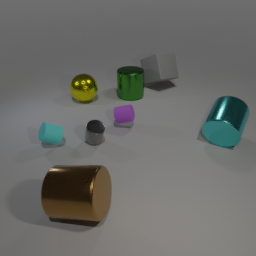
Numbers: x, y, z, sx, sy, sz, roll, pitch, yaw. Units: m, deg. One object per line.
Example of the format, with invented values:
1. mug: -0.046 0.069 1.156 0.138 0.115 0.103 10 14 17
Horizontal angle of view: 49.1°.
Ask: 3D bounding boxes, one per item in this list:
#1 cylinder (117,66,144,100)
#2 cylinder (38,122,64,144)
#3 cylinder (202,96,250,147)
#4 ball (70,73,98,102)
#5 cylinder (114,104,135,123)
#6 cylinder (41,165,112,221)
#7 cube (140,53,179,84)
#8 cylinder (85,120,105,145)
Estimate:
1. cylinder: 0.136 -2.331 14.477 1.400 1.400 1.400 -1 29 0
2. cylinder: -2.860 0.190 10.387 0.700 0.700 0.700 16 18 -35
3. cylinder: 3.684 -0.251 10.542 1.400 1.400 1.400 16 53 26
4. ball: -2.196 -2.004 13.945 1.400 1.400 1.400 0 30 0
5. cylinder: -0.151 -0.588 11.662 0.700 0.700 0.700 -8 27 19
6. cylinder: -1.305 1.681 7.366 1.400 1.400 1.400 -2 29 17
7. cube: 1.735 -3.286 15.489 1.400 1.400 1.400 -14 6 -37
8. cylinder: -1.256 0.164 10.576 0.700 0.700 0.700 7 51 -9
